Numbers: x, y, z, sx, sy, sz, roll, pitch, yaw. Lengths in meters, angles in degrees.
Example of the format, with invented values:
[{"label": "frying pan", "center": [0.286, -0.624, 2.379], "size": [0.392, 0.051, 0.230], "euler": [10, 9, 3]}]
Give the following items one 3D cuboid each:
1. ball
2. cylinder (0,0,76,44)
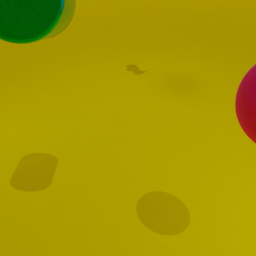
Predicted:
[{"label": "ball", "center": [1.625, -0.249, 2.785], "size": [1.046, 1.046, 1.046], "euler": [0, 33, 0]}, {"label": "cylinder", "center": [-1.101, -1.443, 3.066], "size": [0.947, 0.947, 0.947], "euler": [-2, 21, -3]}]
